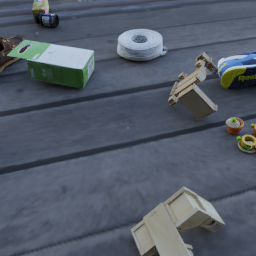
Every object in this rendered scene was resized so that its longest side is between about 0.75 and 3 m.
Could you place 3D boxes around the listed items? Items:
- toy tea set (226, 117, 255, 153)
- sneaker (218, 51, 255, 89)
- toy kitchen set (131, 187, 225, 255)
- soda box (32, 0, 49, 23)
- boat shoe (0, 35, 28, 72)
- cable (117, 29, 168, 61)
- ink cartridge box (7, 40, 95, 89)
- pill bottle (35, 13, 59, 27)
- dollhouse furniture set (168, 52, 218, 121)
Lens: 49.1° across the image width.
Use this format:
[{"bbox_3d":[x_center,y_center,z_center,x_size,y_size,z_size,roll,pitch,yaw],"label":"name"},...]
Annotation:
[{"bbox_3d":[3.650,0.143,7.563,1.967,0.728,1.170,12,45,12],"label":"toy tea set"},{"bbox_3d":[4.491,-2.132,9.719,2.873,1.062,1.181,-4,42,-5],"label":"sneaker"},{"bbox_3d":[1.134,2.223,5.562,1.456,1.313,1.188,-43,43,13],"label":"toy kitchen set"},{"bbox_3d":[-4.331,-5.955,13.958,0.604,0.639,1.887,-6,45,-6],"label":"soda box"},{"bbox_3d":[-4.785,-2.897,10.545,1.005,1.004,2.855,10,43,13],"label":"boat shoe"},{"bbox_3d":[0.484,-3.351,11.255,1.835,0.635,1.834,-33,53,-29],"label":"cable"},{"bbox_3d":[-2.625,-2.283,9.839,2.645,0.784,1.373,11,42,5],"label":"ink cartridge box"},{"bbox_3d":[-3.779,-5.061,13.099,0.981,0.549,0.549,8,44,7],"label":"pill bottle"},{"bbox_3d":[2.207,-1.289,9.033,1.001,1.172,2.261,42,45,-15],"label":"dollhouse furniture set"}]
